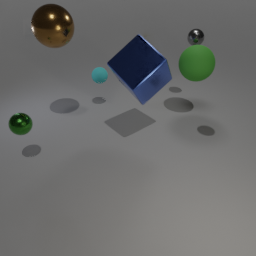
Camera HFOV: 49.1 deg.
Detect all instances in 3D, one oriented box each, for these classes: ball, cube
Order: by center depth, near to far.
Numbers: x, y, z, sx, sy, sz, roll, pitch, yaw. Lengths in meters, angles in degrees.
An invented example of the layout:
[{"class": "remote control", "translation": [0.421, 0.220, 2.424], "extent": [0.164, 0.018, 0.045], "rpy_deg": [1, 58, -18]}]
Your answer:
[{"class": "ball", "translation": [-3.309, -0.123, 8.636], "extent": [0.700, 0.700, 0.700], "rpy_deg": [0, 32, 0]}, {"class": "cube", "translation": [0.425, -1.888, 9.290], "extent": [1.400, 1.400, 1.400], "rpy_deg": [-42, 69, 2]}, {"class": "ball", "translation": [-2.498, -3.391, 9.355], "extent": [1.400, 1.400, 1.400], "rpy_deg": [0, 32, 0]}, {"class": "ball", "translation": [2.687, -2.525, 10.953], "extent": [1.400, 1.400, 1.400], "rpy_deg": [0, 32, 0]}, {"class": "ball", "translation": [2.848, -3.800, 11.761], "extent": [0.700, 0.700, 0.700], "rpy_deg": [0, 32, 0]}, {"class": "ball", "translation": [-1.225, -2.274, 12.118], "extent": [0.700, 0.700, 0.700], "rpy_deg": [0, 32, 0]}]
